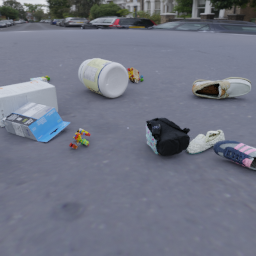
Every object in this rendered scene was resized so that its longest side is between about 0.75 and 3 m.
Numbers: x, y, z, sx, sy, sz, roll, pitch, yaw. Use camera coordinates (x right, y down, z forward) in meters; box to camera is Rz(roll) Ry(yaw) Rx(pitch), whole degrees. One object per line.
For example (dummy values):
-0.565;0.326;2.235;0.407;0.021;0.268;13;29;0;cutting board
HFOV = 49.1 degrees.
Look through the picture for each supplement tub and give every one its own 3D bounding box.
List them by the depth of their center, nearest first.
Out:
-1.205;-2.390;13.117;1.583;1.583;2.183;-18;29;-35;supplement tub

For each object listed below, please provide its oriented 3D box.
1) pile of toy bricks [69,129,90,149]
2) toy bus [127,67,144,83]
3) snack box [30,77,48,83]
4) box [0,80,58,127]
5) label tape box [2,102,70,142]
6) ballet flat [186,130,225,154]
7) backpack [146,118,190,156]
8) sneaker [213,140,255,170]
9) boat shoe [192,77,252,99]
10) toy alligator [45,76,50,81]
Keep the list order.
-1.386;0.379;8.442;0.502;0.565;1.018;28;7;-5;pile of toy bricks
0.287;-2.802;15.339;0.526;0.960;1.018;-37;-2;38;toy bus
-4.798;-2.539;15.091;0.753;0.255;0.635;-16;28;-29;snack box
-4.029;-1.007;10.644;2.232;1.088;1.388;-20;31;-37;box
-3.028;-0.228;9.327;1.768;0.585;1.267;11;37;27;label tape box
2.311;0.355;8.384;1.457;0.523;0.523;-15;28;-29;ballet flat
1.016;0.238;8.155;1.140;0.865;1.366;-7;26;-21;backpack
2.997;0.732;7.314;1.555;0.546;0.638;14;23;20;sneaker
4.170;-1.686;12.511;2.552;0.954;0.873;-1;28;17;boat shoe
-4.509;-2.820;15.740;0.218;0.238;0.803;-10;26;-21;toy alligator
